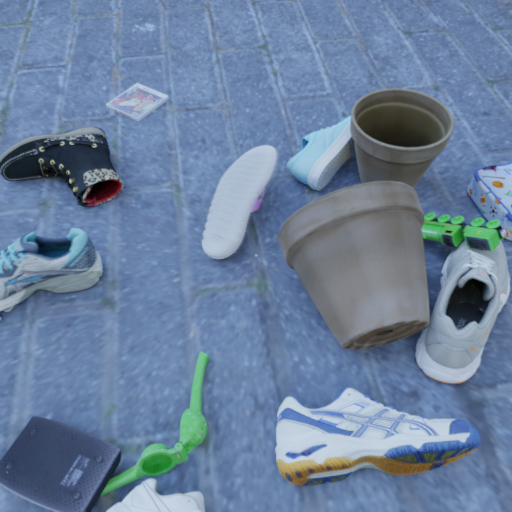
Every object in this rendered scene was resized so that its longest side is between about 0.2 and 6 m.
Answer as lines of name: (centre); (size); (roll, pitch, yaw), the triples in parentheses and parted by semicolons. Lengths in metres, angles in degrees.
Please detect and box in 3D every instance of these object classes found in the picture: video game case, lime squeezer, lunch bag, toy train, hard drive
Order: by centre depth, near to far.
hard drive: (-2.798, 2.991, 7.929); (1.649, 0.349, 1.112); (11, 50, 23)
lime squeezer: (-1.424, 2.663, 8.227); (1.074, 0.574, 3.041); (31, 57, 23)
toy train: (3.596, -0.452, 10.384); (0.584, 0.432, 2.070); (-43, 29, -21)
lunch bag: (5.301, -1.177, 11.386); (1.481, 0.698, 1.848); (-10, 52, -11)
video game case: (-2.958, -3.850, 13.990); (1.060, 0.134, 1.163); (27, 55, 21)

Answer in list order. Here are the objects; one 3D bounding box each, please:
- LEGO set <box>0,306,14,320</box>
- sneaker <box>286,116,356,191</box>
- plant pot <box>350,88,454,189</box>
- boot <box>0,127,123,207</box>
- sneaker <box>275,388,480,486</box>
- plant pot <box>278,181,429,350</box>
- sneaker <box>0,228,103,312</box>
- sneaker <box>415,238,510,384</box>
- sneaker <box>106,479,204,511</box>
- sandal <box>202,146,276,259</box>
LEGO set: (-5.692, 0.762, 9.822); (2.492, 0.612, 1.861); (18, 49, 14)
sneaker: (1.603, -2.554, 12.362); (1.059, 0.956, 2.585); (31, 56, 18)
plant pot: (2.832, -2.155, 11.519); (1.980, 1.718, 1.980); (0, 49, -1)
boot: (-4.089, -1.747, 11.755); (2.379, 0.859, 1.797); (-20, 55, -16)
sneaker: (1.703, 2.431, 8.068); (2.896, 1.090, 1.277); (-3, 50, -3)
plant pot: (1.784, 0.320, 9.258); (2.472, 2.472, 2.145); (-10, 67, -8)
sneaker: (-4.176, 0.124, 9.886); (2.718, 1.173, 1.055); (-16, 48, -17)
sneaker: (3.708, 0.523, 9.405); (1.234, 1.500, 3.261); (19, 52, 16)
sneaker: (-0.881, 3.635, 7.238); (2.196, 0.855, 1.091); (28, 52, 21)
sandal: (-0.317, -1.050, 11.285); (1.122, 0.678, 2.758); (6, 60, 36)
